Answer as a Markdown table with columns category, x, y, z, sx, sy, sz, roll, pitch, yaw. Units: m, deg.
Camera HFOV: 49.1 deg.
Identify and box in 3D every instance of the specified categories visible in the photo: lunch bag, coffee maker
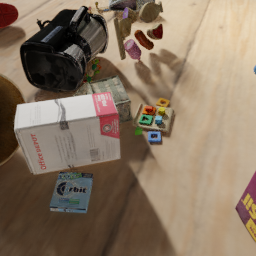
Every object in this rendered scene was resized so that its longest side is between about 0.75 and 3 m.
| category | x | y | z | sx | sy | sz | roll | pitch | yaw |
| --- | --- | --- | --- | --- | --- | --- | --- | --- | --- |
| lunch bag | -0.803 | -0.704 | 7.996 | 1.559 | 0.917 | 1.279 | -16 | 46 | -7 |
| coffee maker | -2.333 | -2.621 | 9.509 | 2.753 | 1.931 | 2.866 | -4 | 39 | 26 |

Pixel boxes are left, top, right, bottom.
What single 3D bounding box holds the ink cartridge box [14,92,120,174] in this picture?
| category | x | y | z | sx | sy | sz | roll | pitch | yaw |
| --- | --- | --- | --- | --- | --- | --- | --- | --- | --- |
| ink cartridge box | -1.349 | 0.139 | 6.625 | 2.178 | 1.586 | 0.923 | -11 | 45 | -11 |

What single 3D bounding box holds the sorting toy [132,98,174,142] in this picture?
| category | x | y | z | sx | sy | sz | roll | pitch | yaw |
| --- | --- | --- | --- | --- | --- | --- | --- | --- | --- |
| sorting toy | 0.753 | -0.366 | 8.096 | 1.066 | 0.258 | 1.893 | 12 | 45 | 12 |

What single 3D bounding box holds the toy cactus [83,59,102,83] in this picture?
| category | x | y | z | sx | sy | sz | roll | pitch | yaw |
| --- | --- | --- | --- | --- | --- | --- | --- | --- | --- |
| toy cactus | -1.203 | -1.819 | 9.073 | 0.480 | 0.939 | 0.775 | 35 | 11 | -4 |

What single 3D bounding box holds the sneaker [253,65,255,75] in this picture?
| category | x | y | z | sx | sy | sz | roll | pitch | yaw |
| --- | --- | --- | --- | --- | --- | --- | --- | --- | --- |
| sneaker | 4.861 | -1.382 | 8.685 | 1.065 | 0.928 | 2.368 | -27 | 50 | -20 |

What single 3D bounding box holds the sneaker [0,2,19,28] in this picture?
| category | x | y | z | sx | sy | sz | roll | pitch | yaw |
| --- | --- | --- | --- | --- | --- | --- | --- | --- | --- |
| sneaker | -6.474 | -5.189 | 12.394 | 2.975 | 1.165 | 1.718 | -15 | 48 | -17 |

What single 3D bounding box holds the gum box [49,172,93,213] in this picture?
| category | x | y | z | sx | sy | sz | roll | pitch | yaw |
| --- | --- | --- | --- | --- | --- | --- | --- | --- | --- |
| gum box | -1.246 | 1.430 | 6.306 | 0.790 | 0.207 | 0.930 | 3 | 45 | 3 |

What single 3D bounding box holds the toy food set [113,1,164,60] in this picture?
| category | x | y | z | sx | sy | sz | roll | pitch | yaw |
| --- | --- | --- | --- | --- | --- | --- | --- | --- | --- |
| toy food set | 0.415 | -3.515 | 10.320 | 0.468 | 1.888 | 2.971 | 8 | 29 | 39 |

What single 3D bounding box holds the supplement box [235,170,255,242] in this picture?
| category | x | y | z | sx | sy | sz | roll | pitch | yaw |
| --- | --- | --- | --- | --- | --- | --- | --- | --- | --- |
| supplement box | 3.141 | 1.249 | 4.781 | 1.335 | 2.586 | 1.693 | -12 | 46 | -12 |

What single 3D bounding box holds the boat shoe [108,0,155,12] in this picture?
| category | x | y | z | sx | sy | sz | roll | pitch | yaw |
| --- | --- | --- | --- | --- | --- | --- | --- | --- | --- |
| boat shoe | 0.187 | -5.917 | 13.385 | 2.252 | 0.830 | 0.722 | 1 | 55 | 0 |

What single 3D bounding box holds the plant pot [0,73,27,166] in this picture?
| category | x | y | z | sx | sy | sz | roll | pitch | yaw |
| --- | --- | --- | --- | --- | --- | --- | --- | --- | --- |
| plant pot | -4.211 | -0.390 | 6.931 | 2.536 | 2.363 | 2.363 | 16 | 45 | 34 |

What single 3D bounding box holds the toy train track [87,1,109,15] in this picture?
| category | x | y | z | sx | sy | sz | roll | pitch | yaw |
| --- | --- | --- | --- | --- | --- | --- | --- | --- | --- |
| toy train track | -1.230 | -5.962 | 13.702 | 2.400 | 0.390 | 1.377 | -17 | 47 | -17 |
